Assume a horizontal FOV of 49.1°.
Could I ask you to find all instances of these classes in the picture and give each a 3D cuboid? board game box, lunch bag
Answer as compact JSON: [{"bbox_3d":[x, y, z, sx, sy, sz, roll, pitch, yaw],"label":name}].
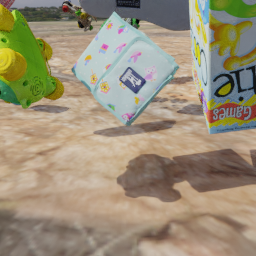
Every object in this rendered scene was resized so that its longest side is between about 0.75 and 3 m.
[{"bbox_3d":[1.566,-1.550,3.292,1.553,2.962,1.526,-8,43,9],"label":"board game box"},{"bbox_3d":[-0.029,-0.810,3.989,0.802,1.121,1.316,24,22,-53],"label":"lunch bag"}]

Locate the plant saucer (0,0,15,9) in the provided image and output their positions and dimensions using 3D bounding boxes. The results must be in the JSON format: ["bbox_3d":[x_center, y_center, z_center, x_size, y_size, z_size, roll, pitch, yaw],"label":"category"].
[{"bbox_3d":[-2.734,-2.723,4.719,1.717,1.717,0.435,-5,20,-12],"label":"plant saucer"}]

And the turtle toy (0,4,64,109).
[{"bbox_3d":[-1.603,-0.985,3.703,0.852,1.686,1.229,-24,-15,10],"label":"turtle toy"}]

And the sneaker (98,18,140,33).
[{"bbox_3d":[-0.203,-3.483,9.597,0.941,2.208,0.862,34,-2,34],"label":"sneaker"}]

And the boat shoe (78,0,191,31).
[{"bbox_3d":[0.419,-2.878,6.125,2.940,1.058,0.966,7,55,11],"label":"boat shoe"}]

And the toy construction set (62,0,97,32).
[{"bbox_3d":[-1.015,-2.944,7.198,1.047,0.965,1.255,-31,40,4],"label":"toy construction set"}]
